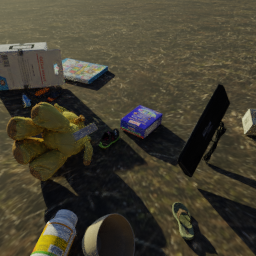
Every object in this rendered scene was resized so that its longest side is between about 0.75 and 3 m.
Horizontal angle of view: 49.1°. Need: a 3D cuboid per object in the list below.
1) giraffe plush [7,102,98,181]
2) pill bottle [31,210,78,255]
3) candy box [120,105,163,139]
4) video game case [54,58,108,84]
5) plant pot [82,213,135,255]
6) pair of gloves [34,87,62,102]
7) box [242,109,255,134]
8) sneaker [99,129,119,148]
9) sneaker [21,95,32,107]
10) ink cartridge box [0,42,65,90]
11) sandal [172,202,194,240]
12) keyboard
[{"bbox_3d":[-2.019,0.118,8.349,2.449,2.113,1.986,-12,15,0],"label":"giraffe plush"},{"bbox_3d":[-1.511,2.374,5.938,0.678,0.678,1.222,7,35,9],"label":"pill bottle"},{"bbox_3d":[0.477,-0.232,9.822,1.006,0.458,1.190,25,41,28],"label":"candy box"},{"bbox_3d":[-2.499,-2.835,13.711,2.520,0.224,1.804,16,38,21],"label":"video game case"},{"bbox_3d":[-0.498,2.379,5.761,0.759,1.130,1.130,-21,21,36],"label":"plant pot"},{"bbox_3d":[-3.381,-1.443,11.828,1.053,0.130,0.938,13,37,16],"label":"pair of gloves"},{"bbox_3d":[4.774,-0.189,9.371,1.593,0.756,0.619,2,63,1],"label":"box"},{"bbox_3d":[-0.580,0.279,9.145,0.369,0.403,0.961,18,39,24],"label":"sneaker"},{"bbox_3d":[-4.049,-1.052,11.209,0.364,0.318,0.810,2,34,-31],"label":"sneaker"},{"bbox_3d":[-4.338,-2.704,12.207,2.990,1.734,1.014,-5,35,-8],"label":"ink cartridge box"},{"bbox_3d":[1.335,2.142,6.608,0.400,0.287,1.007,-5,36,-7],"label":"sandal"},{"bbox_3d":[2.277,0.184,8.081,0.276,1.704,2.682,18,68,42],"label":"keyboard"}]
